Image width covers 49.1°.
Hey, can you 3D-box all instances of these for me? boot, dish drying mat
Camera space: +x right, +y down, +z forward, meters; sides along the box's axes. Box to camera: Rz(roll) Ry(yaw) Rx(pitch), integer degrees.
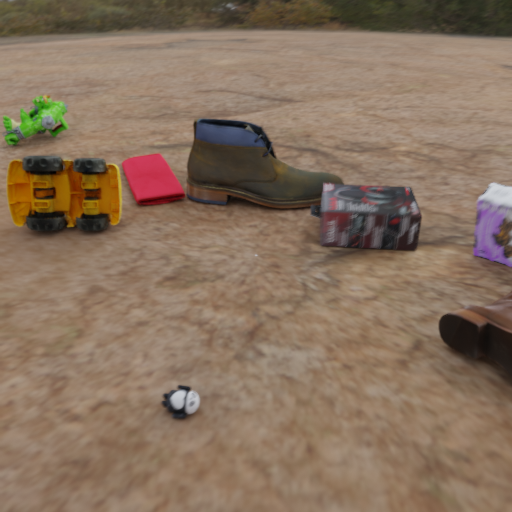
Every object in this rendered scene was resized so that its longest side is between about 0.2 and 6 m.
[{"bbox_3d":[0.237,-2.235,13.289,3.904,1.892,1.458,1,26,1],"label":"boot"},{"bbox_3d":[4.610,1.110,8.192,2.888,0.928,2.692,-13,30,-31],"label":"boot"},{"bbox_3d":[-2.756,-2.023,14.668,1.204,0.285,3.135,-10,30,-16],"label":"dish drying mat"}]

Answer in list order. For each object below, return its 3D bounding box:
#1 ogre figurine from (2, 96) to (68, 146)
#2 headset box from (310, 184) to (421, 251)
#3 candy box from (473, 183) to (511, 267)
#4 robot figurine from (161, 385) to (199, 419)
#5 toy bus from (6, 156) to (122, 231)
[{"bbox_3d":[-7.098,-4.449,18.312,1.587,1.299,2.647,-15,11,9],"label":"ogre figurine"},{"bbox_3d":[2.244,-0.860,11.866,2.177,0.817,1.618,3,28,6],"label":"headset box"},{"bbox_3d":[4.994,-0.437,10.351,1.681,1.410,0.601,22,51,36],"label":"candy box"},{"bbox_3d":[-0.981,1.888,7.248,0.474,0.356,0.296,3,8,7],"label":"robot figurine"},{"bbox_3d":[-4.076,-1.468,12.580,2.297,1.559,2.205,0,12,-4],"label":"toy bus"}]
